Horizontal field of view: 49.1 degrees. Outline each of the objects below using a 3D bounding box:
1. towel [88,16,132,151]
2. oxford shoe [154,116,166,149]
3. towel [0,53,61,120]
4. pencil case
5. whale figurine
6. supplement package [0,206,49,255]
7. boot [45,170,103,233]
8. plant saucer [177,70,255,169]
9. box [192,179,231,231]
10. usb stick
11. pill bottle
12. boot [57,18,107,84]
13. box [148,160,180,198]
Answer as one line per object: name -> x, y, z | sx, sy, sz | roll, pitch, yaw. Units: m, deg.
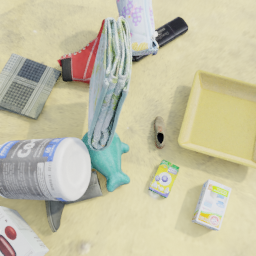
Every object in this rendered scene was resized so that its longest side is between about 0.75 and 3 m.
towel -> -0.543, -1.093, 7.340 | 0.685, 2.843, 2.433 | 8, 53, -14
oxford shoe -> 1.057, 0.091, 9.025 | 0.389, 0.413, 1.104 | -3, 70, -1
towel -> -3.588, -1.424, 9.678 | 2.010, 0.361, 2.088 | 21, 69, 4
pencil case -> 0.246, -3.652, 8.699 | 1.176, 1.283, 2.829 | -10, 97, -19
whale figurine -> -0.666, 0.870, 8.407 | 1.590, 1.037, 1.998 | -23, 72, -8
supplement package -> -3.313, 3.246, 7.457 | 1.583, 1.164, 1.514 | 42, 75, 15
boot -> -1.562, 2.136, 8.252 | 1.653, 0.600, 1.503 | -10, 72, -11
plant saucer -> 3.202, -0.228, 9.007 | 2.811, 0.681, 2.811 | 16, 71, 7
box -> 2.409, 2.241, 8.110 | 0.707, 0.637, 1.257 | 22, 71, 9
usb stick -> 1.089, -3.264, 10.267 | 2.573, 0.419, 0.713 | -34, 80, -12
pill bottle -> -2.636, 1.121, 7.659 | 2.886, 1.642, 1.642 | -4, 68, 20
boot -> -1.489, -2.769, 9.844 | 1.862, 0.935, 2.581 | 7, 73, 4
box -> 1.132, 1.529, 8.587 | 0.628, 0.259, 1.070 | 25, 70, 8
